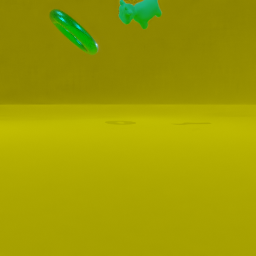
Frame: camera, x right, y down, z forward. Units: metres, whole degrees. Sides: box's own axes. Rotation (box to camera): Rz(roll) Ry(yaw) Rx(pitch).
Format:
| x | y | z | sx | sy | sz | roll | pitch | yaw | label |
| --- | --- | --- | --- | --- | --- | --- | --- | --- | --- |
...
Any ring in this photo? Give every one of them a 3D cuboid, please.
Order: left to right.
| x | y | z | sx | sy | sz | roll | pitch | yaw | label |
| --- | --- | --- | --- | --- | --- | --- | --- | --- | --- |
| -1.788 | -3.164 | 9.327 | 1.940 | 0.388 | 1.940 | 39 | -1 | 1 | ring |

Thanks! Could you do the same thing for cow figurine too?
| x | y | z | sx | sy | sz | roll | pitch | yaw | label |
| --- | --- | --- | --- | --- | --- | --- | --- | --- | --- |
| 0.357 | -3.648 | 8.646 | 1.286 | 0.706 | 1.266 | -36 | -26 | 9 | cow figurine |
